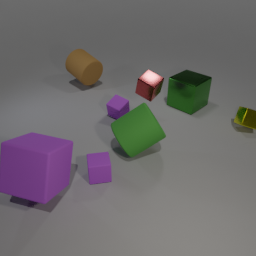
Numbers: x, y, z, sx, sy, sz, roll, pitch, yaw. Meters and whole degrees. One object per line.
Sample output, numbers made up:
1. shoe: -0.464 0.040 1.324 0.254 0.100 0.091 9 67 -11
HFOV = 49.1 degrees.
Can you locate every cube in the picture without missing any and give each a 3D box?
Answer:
1. cube: 2.768 -1.670 12.774 1.400 1.400 1.400 28 42 36
2. cube: 0.770 -1.518 10.046 0.700 0.700 0.700 32 53 16
3. cube: -2.494 1.033 7.737 1.400 1.400 1.400 11 13 12
4. cube: -0.415 -0.864 11.916 0.700 0.700 0.700 27 59 23
5. cube: -0.912 1.256 8.844 0.700 0.700 0.700 -6 32 -9
6. cube: 4.767 -0.404 11.122 0.700 0.700 0.700 16 9 -7

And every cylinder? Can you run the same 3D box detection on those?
1. cylinder: 0.357 0.072 9.600 1.400 1.400 1.400 -32 34 8
2. cylinder: -2.237 -3.111 14.321 1.400 1.400 1.400 -28 55 -36
